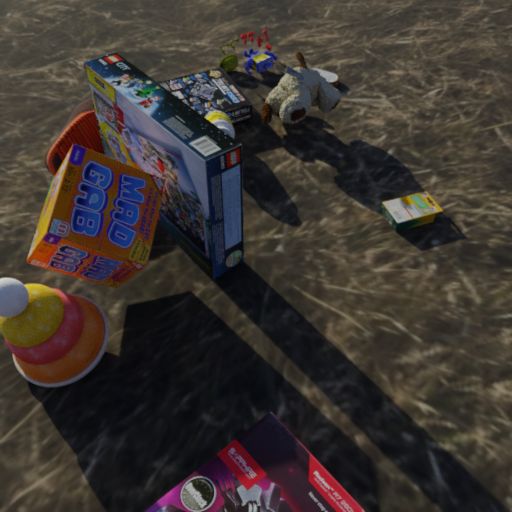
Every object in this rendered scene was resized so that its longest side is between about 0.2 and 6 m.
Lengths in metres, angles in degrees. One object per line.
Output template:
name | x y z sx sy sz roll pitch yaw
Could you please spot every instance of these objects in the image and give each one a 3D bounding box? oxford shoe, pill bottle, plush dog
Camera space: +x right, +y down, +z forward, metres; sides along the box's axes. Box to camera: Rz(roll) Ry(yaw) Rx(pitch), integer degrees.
oxford shoe | -3.380 -2.549 11.534 1.159 1.137 3.195 1 39 29
pill bottle | -0.757 -2.524 11.374 0.606 0.606 1.079 -7 29 -6
plush dog | 0.754 -3.427 11.976 1.648 1.415 1.322 -27 93 -37

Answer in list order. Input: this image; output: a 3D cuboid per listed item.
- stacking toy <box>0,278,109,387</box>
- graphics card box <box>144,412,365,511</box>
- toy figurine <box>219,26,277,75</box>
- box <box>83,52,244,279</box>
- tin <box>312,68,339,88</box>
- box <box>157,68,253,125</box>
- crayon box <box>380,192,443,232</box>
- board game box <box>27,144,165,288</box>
stacking toy | -2.934 0.813 7.494 1.430 1.957 1.430 -3 59 5
graphics card box | -0.269 3.191 6.276 2.649 0.674 1.662 -32 55 -25
toy figurine | -0.025 -4.862 13.727 1.577 0.832 0.945 -31 60 -25
box | -1.562 -1.582 9.504 0.674 2.443 3.577 -31 54 -25
tin | 1.561 -4.337 13.631 0.962 0.201 0.539 24 47 21
box | -1.284 -3.473 12.628 1.871 0.468 1.885 -19 50 -18
crayon box | 2.850 -0.818 10.301 0.946 0.244 0.594 -15 49 -13
board game box | -2.410 -0.524 8.438 1.437 1.436 1.438 20 64 -25
